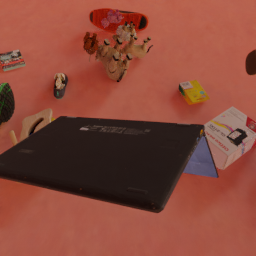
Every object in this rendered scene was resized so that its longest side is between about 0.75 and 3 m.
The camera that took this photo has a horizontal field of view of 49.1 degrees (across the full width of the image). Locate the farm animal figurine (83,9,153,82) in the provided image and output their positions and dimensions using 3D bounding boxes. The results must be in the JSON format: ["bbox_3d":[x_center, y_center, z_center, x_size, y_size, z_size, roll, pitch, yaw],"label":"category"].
[{"bbox_3d":[-0.478,-3.032,10.623,2.195,1.367,2.719,33,50,3],"label":"farm animal figurine"}]

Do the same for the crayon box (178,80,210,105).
[{"bbox_3d":[2.232,-1.169,9.501,0.672,0.269,1.059,-12,48,-11],"label":"crayon box"}]

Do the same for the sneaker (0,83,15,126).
[{"bbox_3d":[-4.289,-0.463,8.365,1.108,1.015,2.600,9,49,9],"label":"sneaker"}]

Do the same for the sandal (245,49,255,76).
[{"bbox_3d":[3.447,-1.540,6.138,0.774,0.863,2.354,-5,8,0],"label":"sandal"}]

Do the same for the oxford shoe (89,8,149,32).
[{"bbox_3d":[-0.385,-4.812,12.536,2.681,0.954,0.972,10,28,5],"label":"oxford shoe"}]

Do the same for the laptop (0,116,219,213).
[{"bbox_3d":[-0.112,0.584,3.601,2.093,1.295,2.235,4,27,28],"label":"laptop"}]

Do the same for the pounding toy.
[{"bbox_3d":[-2.238,0.315,7.431,1.334,1.338,2.333,-9,49,-3],"label":"pounding toy"}]

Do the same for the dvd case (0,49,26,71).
[{"bbox_3d":[-4.545,-2.668,10.961,0.840,0.127,1.151,-20,52,-18],"label":"dvd case"}]

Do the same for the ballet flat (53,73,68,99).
[{"bbox_3d":[-2.361,-1.615,9.773,0.507,0.507,1.387,-3,48,-3],"label":"ballet flat"}]

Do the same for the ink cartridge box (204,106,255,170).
[{"bbox_3d":[2.824,0.253,7.941,1.612,0.667,1.174,-30,54,-24],"label":"ink cartridge box"}]
